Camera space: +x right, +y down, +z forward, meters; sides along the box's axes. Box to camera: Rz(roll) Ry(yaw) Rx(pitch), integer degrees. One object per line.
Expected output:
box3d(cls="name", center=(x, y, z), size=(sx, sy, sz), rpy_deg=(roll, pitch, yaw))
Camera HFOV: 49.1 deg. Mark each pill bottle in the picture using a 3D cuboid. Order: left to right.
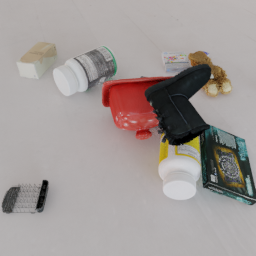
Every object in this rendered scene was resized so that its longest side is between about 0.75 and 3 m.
box3d(cls="pill bottle", center=(-1.971, -2.698, 13.242), size=(2.826, 1.598, 1.598), rpy_deg=(-32, 53, -29))
box3d(cls="pill bottle", center=(1.735, 1.082, 9.470), size=(1.385, 1.385, 2.488), rpy_deg=(6, 44, 6))

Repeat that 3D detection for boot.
box3d(cls="boot", center=(1.891, -0.720, 8.834), size=(2.509, 0.928, 2.056), rpy_deg=(-24, 63, -2))

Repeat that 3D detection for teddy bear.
box3d(cls="teddy bear", center=(3.893, -2.544, 13.737), size=(2.088, 0.962, 2.880), rpy_deg=(-30, 59, -18))

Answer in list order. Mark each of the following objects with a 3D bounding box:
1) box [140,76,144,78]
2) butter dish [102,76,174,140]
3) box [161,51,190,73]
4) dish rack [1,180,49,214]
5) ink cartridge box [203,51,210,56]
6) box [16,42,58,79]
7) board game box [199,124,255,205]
box3d(cls="box", center=(0.746, -1.664, 12.487), size=(0.575, 1.084, 0.662), rpy_deg=(12, 40, 21))
box3d(cls="butter dish", center=(0.478, -0.594, 10.550), size=(2.817, 2.825, 2.088), rpy_deg=(-4, 78, -6))
box3d(cls="box", center=(2.556, -3.569, 15.074), size=(1.285, 0.339, 1.648), rpy_deg=(-2, 43, -2))
box3d(cls="dish rack", center=(-3.312, 2.227, 9.015), size=(1.426, 0.389, 1.094), rpy_deg=(-1, 43, 0))
box3d(cls="ink cartridge box", center=(4.158, -3.976, 15.599), size=(0.397, 0.187, 0.845), rpy_deg=(30, 51, 26))
box3d(cls="box", center=(-4.693, -3.563, 14.652), size=(1.084, 0.887, 2.283), rpy_deg=(10, 44, 10))
box3d(cls="board game box", center=(3.392, 1.148, 9.678), size=(1.845, 0.384, 2.728), rpy_deg=(22, 44, -10))
